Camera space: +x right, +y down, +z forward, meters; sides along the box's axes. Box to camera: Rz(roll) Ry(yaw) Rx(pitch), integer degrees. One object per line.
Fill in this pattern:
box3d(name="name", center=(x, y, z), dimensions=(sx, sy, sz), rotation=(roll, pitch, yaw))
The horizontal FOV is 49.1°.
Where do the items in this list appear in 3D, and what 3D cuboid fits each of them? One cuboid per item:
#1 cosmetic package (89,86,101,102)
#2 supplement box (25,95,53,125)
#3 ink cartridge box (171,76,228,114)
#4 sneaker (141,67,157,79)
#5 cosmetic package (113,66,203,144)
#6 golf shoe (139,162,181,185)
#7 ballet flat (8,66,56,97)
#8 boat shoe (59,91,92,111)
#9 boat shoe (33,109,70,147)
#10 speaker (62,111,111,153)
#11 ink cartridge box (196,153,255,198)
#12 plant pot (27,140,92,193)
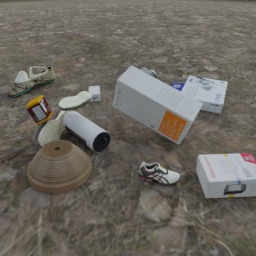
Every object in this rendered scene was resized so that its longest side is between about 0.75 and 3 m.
box3d(name="cosmetic package", center=(-1.662, -1.709, 13.906), dimensions=(0.573, 0.412, 1.015), rotation=(-6, 33, -6))
box3d(name="supplement box", center=(-3.092, -0.638, 9.828), dimensions=(0.498, 0.750, 0.740), rotation=(-25, 22, 7))
box3d(name="ink cartridge box", center=(3.358, -1.796, 13.890), dimensions=(2.850, 0.579, 2.845), rotation=(11, 33, 17))
box3d(name="sneaker", center=(1.058, -3.014, 16.005), dimensions=(0.632, 0.572, 1.484), rotation=(-28, 33, -22))
box3d(name="cosmetic package", center=(1.009, -0.848, 10.357), dimensions=(2.991, 1.517, 1.066), rotation=(30, 55, 12))
box3d(name="golf shoe", center=(1.001, 1.411, 8.741), dimensions=(1.329, 0.585, 0.513), rotation=(5, 31, 5))
box3d(name="ballet flat", center=(-5.089, -2.636, 14.751), dimensions=(0.985, 1.094, 2.905), rotation=(18, 36, 35))
box3d(name="boat shoe", center=(-1.931, -0.896, 10.313), dimensions=(0.570, 0.477, 1.595), rotation=(34, 36, 17))
box3d(name="boat shoe", center=(-3.016, -0.052, 10.783), dimensions=(0.795, 0.960, 2.673), rotation=(0, 28, 10))
box3d(name="speaker", center=(-1.591, 0.106, 10.572), dimensions=(0.851, 0.851, 2.097), rotation=(-25, 40, -35))
box3d(name="ink cartridge box", center=(3.100, 1.425, 8.538), dimensions=(1.741, 0.745, 1.285), rotation=(-3, 32, -1))
box3d(name="plant pot", center=(-2.216, 1.034, 8.996), dimensions=(2.055, 0.949, 2.055), rotation=(0, 31, 0))
